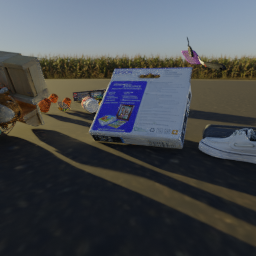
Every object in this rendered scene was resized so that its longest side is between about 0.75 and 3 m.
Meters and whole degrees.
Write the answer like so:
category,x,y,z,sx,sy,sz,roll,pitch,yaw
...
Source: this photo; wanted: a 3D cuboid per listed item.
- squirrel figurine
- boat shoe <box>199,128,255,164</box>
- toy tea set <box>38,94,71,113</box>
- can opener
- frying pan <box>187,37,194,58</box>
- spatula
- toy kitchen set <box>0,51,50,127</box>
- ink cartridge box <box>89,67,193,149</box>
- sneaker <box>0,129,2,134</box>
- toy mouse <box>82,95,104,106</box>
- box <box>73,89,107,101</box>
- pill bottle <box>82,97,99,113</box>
category,x,y,z,sx,sy,sz,roll,pitch,yaw
squirrel figurine,-3.753,-0.448,6.454,2.341,1.657,2.185,5,12,28
boat shoe,2.263,0.297,5.350,1.821,0.595,0.670,8,14,32
toy tea set,-3.005,-0.923,11.288,1.659,0.614,0.986,13,35,-39
can opener,3.005,0.017,5.894,2.732,0.914,0.729,5,13,21
frying pan,2.202,-2.843,9.961,0.119,0.733,0.444,-21,30,3
spatula,2.891,-2.528,10.694,0.281,0.773,2.737,-42,29,4
toy kitchen set,-3.734,-0.525,7.274,2.669,2.177,2.408,14,40,30
ink cartridge box,0.396,-0.574,6.775,2.135,0.468,2.155,4,56,21
sneaker,-3.615,0.110,7.066,0.840,0.300,0.336,2,22,17
toy mouse,-0.603,-1.210,12.667,2.239,0.433,1.990,8,18,24
box,-1.283,-1.780,14.543,2.827,0.491,1.556,-1,10,30
pill bottle,-1.490,-0.912,11.097,0.570,0.570,0.998,-4,13,-17
